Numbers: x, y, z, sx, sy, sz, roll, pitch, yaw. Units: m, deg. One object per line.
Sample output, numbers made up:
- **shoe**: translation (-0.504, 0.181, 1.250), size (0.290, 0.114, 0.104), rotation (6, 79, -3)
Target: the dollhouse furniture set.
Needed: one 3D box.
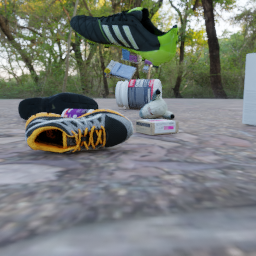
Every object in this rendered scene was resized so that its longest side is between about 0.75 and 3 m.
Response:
- **dollhouse furniture set**: translation (0.068, -2.515, 10.508), size (1.551, 1.072, 1.643), rotation (18, 54, 15)

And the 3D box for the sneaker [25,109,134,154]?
- **sneaker**: translation (-0.871, 0.138, 5.047), size (1.979, 0.775, 0.764), rotation (-4, 21, -6)

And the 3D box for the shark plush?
- **shark plush**: translation (0.947, -0.869, 11.924), size (1.201, 1.310, 2.883), rotation (-30, 12, 2)

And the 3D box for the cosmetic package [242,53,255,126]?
- **cosmetic package**: translation (4.594, -1.267, 9.164), size (1.321, 2.341, 0.950), rotation (-3, 8, -27)

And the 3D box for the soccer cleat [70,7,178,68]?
- **soccer cleat**: translation (-0.117, -2.572, 7.201), size (2.986, 1.210, 1.008), rotation (22, 40, 12)

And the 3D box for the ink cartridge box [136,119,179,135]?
- **ink cartridge box**: translation (0.775, -0.038, 7.491), size (0.916, 0.344, 0.755), rotation (-3, 7, -31)

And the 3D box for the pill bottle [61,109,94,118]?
- **pill bottle**: translation (-1.239, -0.205, 7.681), size (1.103, 0.620, 0.620), rotation (3, 8, 21)

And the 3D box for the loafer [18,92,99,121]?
- **loafer**: translation (-2.580, -0.796, 10.798), size (2.992, 1.089, 1.082), rotation (2, 3, 3)

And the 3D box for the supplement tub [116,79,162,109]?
- **supplement tub**: translation (0.717, -2.120, 17.694), size (2.677, 1.879, 1.879), rotation (2, 7, 14)
